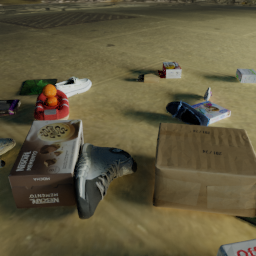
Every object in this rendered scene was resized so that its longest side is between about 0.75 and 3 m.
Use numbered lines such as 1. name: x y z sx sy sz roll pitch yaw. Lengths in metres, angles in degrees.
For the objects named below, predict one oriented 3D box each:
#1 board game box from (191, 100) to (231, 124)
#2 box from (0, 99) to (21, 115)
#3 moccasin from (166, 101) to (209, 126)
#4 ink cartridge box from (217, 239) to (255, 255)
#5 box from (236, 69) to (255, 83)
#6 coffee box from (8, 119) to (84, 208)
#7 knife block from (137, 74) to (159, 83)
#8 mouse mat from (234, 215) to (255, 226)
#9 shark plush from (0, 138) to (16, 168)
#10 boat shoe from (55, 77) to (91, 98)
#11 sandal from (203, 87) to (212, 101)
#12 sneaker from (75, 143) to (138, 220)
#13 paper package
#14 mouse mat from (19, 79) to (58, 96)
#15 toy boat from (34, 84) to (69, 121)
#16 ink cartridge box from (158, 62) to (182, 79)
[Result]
1. board game box: 3.254 -0.662 11.349 1.253 0.258 1.250 -19 36 -30
2. box: -5.342 -0.857 11.691 1.458 0.263 1.043 -2 30 -7
3. moccasin: 2.184 -0.575 10.667 1.875 0.755 0.639 25 25 38
4. ink cartridge box: 2.762 3.037 4.152 1.985 1.156 2.742 -6 31 -10
5. box: 6.239 -2.744 14.672 0.884 0.484 1.002 2 30 3
6. coffee box: -2.130 0.868 7.912 1.533 1.083 2.713 -1 30 -3
7. knife block: 0.992 -2.514 14.447 0.888 0.324 1.012 -21 37 -30
8. mouse mat: 3.277 1.784 7.376 2.380 0.090 1.915 19 36 31
9. shark plush: -4.727 0.942 8.557 2.500 1.136 1.041 -29 16 -8
10. boat shoe: -2.521 -2.040 13.214 0.819 0.744 2.228 16 34 26
11. sandal: 3.607 -1.446 12.547 0.298 0.493 1.212 30 33 1
12. sneaker: -0.508 1.212 7.421 1.588 1.032 2.750 -1 29 -3
13. paper package: 1.982 0.982 7.427 2.504 1.295 2.386 3 30 9
14. mouse mat: -4.409 -2.072 13.956 1.664 0.078 2.068 -4 32 -8
15. toy boat: -3.026 -1.087 11.015 1.322 1.324 2.025 -6 31 -10
16. ink cartridge box: 2.255 -3.181 15.369 1.122 0.536 1.278 -2 31 -2
